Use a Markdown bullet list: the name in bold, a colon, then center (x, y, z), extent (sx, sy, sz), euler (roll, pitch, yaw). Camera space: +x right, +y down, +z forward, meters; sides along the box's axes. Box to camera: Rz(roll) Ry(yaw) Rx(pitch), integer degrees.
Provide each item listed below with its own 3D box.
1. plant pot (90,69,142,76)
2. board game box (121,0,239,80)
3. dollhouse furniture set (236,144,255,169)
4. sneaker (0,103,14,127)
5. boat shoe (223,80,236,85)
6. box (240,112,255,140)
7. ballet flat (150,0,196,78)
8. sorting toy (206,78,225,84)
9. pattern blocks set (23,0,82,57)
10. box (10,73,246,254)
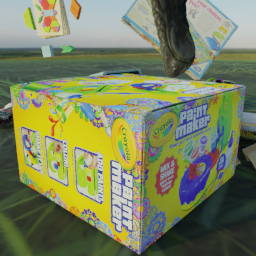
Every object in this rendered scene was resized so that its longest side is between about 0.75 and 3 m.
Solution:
- **plant pot**: center (-0.588, -0.974, 8.680), extent (1.520, 1.515, 1.548), euler (-15, 14, -41)
- **board game box**: center (1.547, -3.114, 8.353), extent (2.938, 1.975, 0.503), euler (36, 2, -10)
- **dollhouse furniture set**: center (2.726, 0.818, 4.717), extent (1.615, 0.789, 1.377), euler (-26, 24, 13)
- **sneaker**: center (-3.414, -0.311, 7.962), extent (1.523, 0.614, 0.569), euler (-18, 42, -33)
- **boat shoe**: center (3.246, -1.400, 11.106), extent (2.266, 0.829, 0.710), euler (-5, 17, 2)
- **box**: center (2.745, 0.001, 6.138), extent (1.262, 0.385, 1.593), euler (10, -3, 25)
- **ballet flat**: center (0.704, -2.106, 5.165), extent (0.817, 2.458, 0.698), euler (4, -21, -21)
- **sorting toy**: center (3.094, -1.339, 10.227), extent (1.716, 1.031, 0.704), euler (-36, -11, -23)
- **pattern blocks set**: center (-2.165, -3.194, 7.773), extent (2.044, 2.325, 0.188), euler (-9, 16, 32)
- **box**: center (0.054, 0.089, 4.558), extent (2.604, 1.649, 2.703), euler (15, 21, 40)
